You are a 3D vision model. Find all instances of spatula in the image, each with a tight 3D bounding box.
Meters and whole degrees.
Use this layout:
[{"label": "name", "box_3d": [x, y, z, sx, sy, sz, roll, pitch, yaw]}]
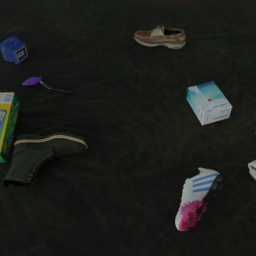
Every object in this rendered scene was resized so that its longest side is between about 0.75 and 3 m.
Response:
[{"label": "spatula", "box_3d": [-3.653, -1.937, 12.856, 2.478, 0.255, 0.700, 18, 44, 12]}]

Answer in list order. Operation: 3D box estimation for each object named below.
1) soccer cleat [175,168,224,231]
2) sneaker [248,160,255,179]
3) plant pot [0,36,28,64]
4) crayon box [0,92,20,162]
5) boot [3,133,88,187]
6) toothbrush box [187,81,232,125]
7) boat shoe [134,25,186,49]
[{"label": "soccer cleat", "box_3d": [2.100, 2.234, 9.042, 1.053, 0.852, 2.439, 22, 50, 40]}, {"label": "sneaker", "box_3d": [4.880, 0.965, 9.945, 1.453, 0.927, 2.515, -6, 51, -9]}, {"label": "plant pot", "box_3d": [-5.658, -3.871, 14.073, 0.897, 0.997, 0.997, 29, 55, 15]}, {"label": "crayon box", "box_3d": [-5.243, -0.073, 10.611, 1.618, 0.794, 2.724, 0, 59, -3]}, {"label": "boot", "box_3d": [-2.840, 1.220, 9.795, 2.733, 1.059, 1.890, -5, 53, 13]}, {"label": "toothbrush box", "box_3d": [3.361, -1.064, 11.768, 1.223, 0.712, 1.670, -15, 52, -5]}, {"label": "boat shoe", "box_3d": [1.720, -5.002, 14.994, 2.781, 0.999, 1.053, 6, 50, 5]}]
